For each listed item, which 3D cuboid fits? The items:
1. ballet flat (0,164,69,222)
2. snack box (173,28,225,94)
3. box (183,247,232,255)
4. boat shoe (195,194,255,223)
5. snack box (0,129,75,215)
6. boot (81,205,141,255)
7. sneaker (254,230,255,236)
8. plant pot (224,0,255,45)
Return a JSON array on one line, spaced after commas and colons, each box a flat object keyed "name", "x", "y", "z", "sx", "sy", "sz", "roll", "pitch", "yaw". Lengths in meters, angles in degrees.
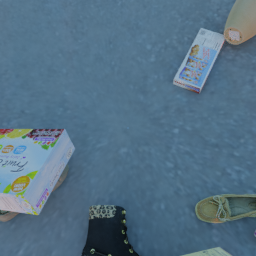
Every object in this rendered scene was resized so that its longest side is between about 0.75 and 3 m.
[{"name": "ballet flat", "x": -2.306, "y": 1.428, "z": 6.696, "sx": 2.053, "sy": 0.654, "sz": 0.692, "roll": -38, "pitch": 67, "yaw": -19}, {"name": "snack box", "x": 2.315, "y": -2.213, "z": 8.944, "sx": 0.887, "sy": 0.300, "sz": 2.466, "roll": 24, "pitch": 63, "yaw": 13}, {"name": "box", "x": 0.881, "y": 3.558, "z": 4.713, "sx": 2.526, "sy": 1.221, "sz": 2.222, "roll": -10, "pitch": 84, "yaw": -6}, {"name": "boat shoe", "x": 2.478, "y": 1.826, "z": 6.523, "sx": 1.777, "sy": 0.559, "sz": 0.648, "roll": -1, "pitch": 61, "yaw": -1}, {"name": "snack box", "x": -2.602, "y": 0.873, "z": 6.345, "sx": 2.215, "sy": 0.749, "sz": 1.868, "roll": 0, "pitch": 42, "yaw": 23}, {"name": "boot", "x": -0.011, "y": 2.492, "z": 6.062, "sx": 2.039, "sy": 0.736, "sz": 1.540, "roll": 3, "pitch": 58, "yaw": 1}, {"name": "sneaker", "x": 3.343, "y": 2.297, "z": 6.438, "sx": 0.986, "sy": 0.369, "sz": 0.491, "roll": -36, "pitch": 84, "yaw": -17}, {"name": "plant pot", "x": 3.759, "y": -3.423, "z": 9.070, "sx": 1.346, "sy": 1.346, "sz": 1.437, "roll": 34, "pitch": 69, "yaw": 18}]
